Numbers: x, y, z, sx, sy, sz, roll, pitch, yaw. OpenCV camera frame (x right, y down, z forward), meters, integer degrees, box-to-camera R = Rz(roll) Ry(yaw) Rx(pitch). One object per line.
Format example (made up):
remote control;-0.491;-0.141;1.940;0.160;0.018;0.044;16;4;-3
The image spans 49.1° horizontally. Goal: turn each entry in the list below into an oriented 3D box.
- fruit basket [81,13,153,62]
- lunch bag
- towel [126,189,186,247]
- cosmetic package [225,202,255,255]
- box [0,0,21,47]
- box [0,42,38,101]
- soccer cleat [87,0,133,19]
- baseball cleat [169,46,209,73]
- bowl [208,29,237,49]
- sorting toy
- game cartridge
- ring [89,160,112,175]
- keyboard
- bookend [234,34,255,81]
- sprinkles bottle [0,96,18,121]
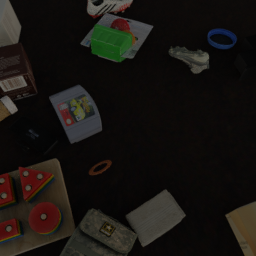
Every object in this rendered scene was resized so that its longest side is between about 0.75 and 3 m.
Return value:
fruit basket;-0.459;-4.274;13.023;2.554;1.292;2.757;19;49;11
lunch bag;-0.926;3.814;8.769;1.805;1.294;2.200;26;62;12
towel;0.956;3.063;9.684;1.826;0.315;1.210;-29;65;-13
cosmetic package;4.123;3.631;8.914;0.804;1.190;2.261;-17;63;-9
box;-6.117;-4.703;12.734;1.771;1.779;1.524;-1;65;1
box;-4.821;-2.309;11.718;1.460;1.445;1.759;-17;65;-8
soccer cleat;-0.876;-6.261;13.925;2.457;1.047;0.843;-21;66;-10
baseball cleat;2.663;-2.998;12.487;0.732;1.118;2.101;-34;38;-22
bowl;4.413;-4.194;13.205;1.338;0.263;1.338;1;52;-2
sorting toy;-3.522;2.600;9.522;2.800;0.980;2.817;-17;64;-9
game cartridge;-2.078;-0.667;11.485;1.579;0.485;2.372;-24;66;-16
ring;-1.008;1.465;10.259;0.920;0.920;0.088;-29;108;-14
keyboard;-3.841;0.386;11.062;1.989;0.255;1.194;31;61;15
bookend;5.468;-3.256;12.545;1.790;0.825;1.779;-18;64;-8
sprinkles bottle;-5.554;-0.393;11.161;2.199;0.750;0.750;-38;69;-17
